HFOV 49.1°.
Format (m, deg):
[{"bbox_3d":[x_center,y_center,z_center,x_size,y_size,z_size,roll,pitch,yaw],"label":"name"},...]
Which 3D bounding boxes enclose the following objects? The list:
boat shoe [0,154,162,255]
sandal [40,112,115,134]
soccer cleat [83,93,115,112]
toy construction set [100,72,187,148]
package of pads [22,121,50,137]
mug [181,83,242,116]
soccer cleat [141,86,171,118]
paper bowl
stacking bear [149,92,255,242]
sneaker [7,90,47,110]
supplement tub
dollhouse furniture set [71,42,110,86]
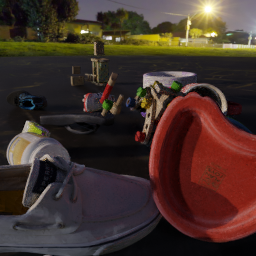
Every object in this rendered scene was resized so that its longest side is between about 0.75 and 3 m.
[{"bbox_3d":[-0.917,0.812,3.290,2.849,0.995,1.010,1,41,-6],"label":"boat shoe"},{"bbox_3d":[-1.378,-0.134,7.811,2.521,0.540,0.959,1,8,35],"label":"sandal"},{"bbox_3d":[-1.023,-0.967,10.092,0.803,0.646,1.884,0,12,14],"label":"soccer cleat"},{"bbox_3d":[0.455,-0.699,6.462,2.009,1.544,1.676,26,36,-1],"label":"toy construction set"},{"bbox_3d":[-2.065,0.209,6.140,0.771,0.596,0.263,24,3,41],"label":"package of pads"},{"bbox_3d":[2.273,-0.631,8.445,1.728,1.299,1.946,33,14,-3],"label":"mug"},{"bbox_3d":[0.937,-0.836,8.685,1.409,0.480,0.516,-41,-2,-24],"label":"soccer cleat"},{"bbox_3d":[1.686,-1.656,11.411,2.147,1.117,2.147,0,18,0],"label":"paper bowl"},{"bbox_3d":[1.283,0.421,4.352,1.650,1.545,2.717,29,12,10],"label":"stacking bear"},{"bbox_3d":[-3.814,-1.007,10.196,1.699,0.622,0.696,7,19,20],"label":"sneaker"},{"bbox_3d":[-1.361,0.445,4.249,0.679,0.679,0.939,-14,16,-38],"label":"supplement tub"},{"bbox_3d":[-2.119,-3.527,15.406,2.027,2.292,1.274,-7,19,-23],"label":"dollhouse furniture set"}]
